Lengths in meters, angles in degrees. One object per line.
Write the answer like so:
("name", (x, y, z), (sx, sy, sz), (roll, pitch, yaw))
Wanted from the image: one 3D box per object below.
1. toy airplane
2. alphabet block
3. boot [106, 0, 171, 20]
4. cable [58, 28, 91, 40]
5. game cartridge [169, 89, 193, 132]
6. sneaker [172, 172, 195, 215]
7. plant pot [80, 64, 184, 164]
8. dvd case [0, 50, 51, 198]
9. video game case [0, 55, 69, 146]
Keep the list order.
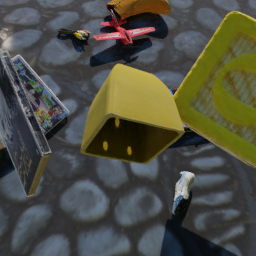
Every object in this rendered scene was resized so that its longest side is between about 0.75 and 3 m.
("toy airplane", (-0.324, -3.965, 11.433), (2.579, 0.474, 2.579), (3, 52, -4))
("alphabet block", (2.450, -0.612, 5.930), (2.246, 2.299, 2.258), (33, 95, 17))
("boot", (0.409, -5.155, 12.172), (2.523, 0.888, 1.806), (36, 67, 28))
("cable", (-2.171, -3.981, 11.520), (1.480, 0.372, 0.719), (27, 52, 18))
("game cartridge", (1.258, -0.537, 8.998), (2.479, 0.476, 1.607), (-8, 59, -6))
("sneaker", (1.398, 1.716, 7.394), (0.445, 0.441, 1.228), (3, 53, 37))
("plant pot", (0.003, -0.327, 5.167), (1.391, 1.382, 1.423), (12, 55, -23))
("dvd case", (-2.072, 0.131, 5.255), (0.206, 2.579, 1.918), (-19, 73, -31))
("video game case", (-3.277, -0.676, 8.343), (2.337, 0.269, 2.129), (51, 61, -13))
